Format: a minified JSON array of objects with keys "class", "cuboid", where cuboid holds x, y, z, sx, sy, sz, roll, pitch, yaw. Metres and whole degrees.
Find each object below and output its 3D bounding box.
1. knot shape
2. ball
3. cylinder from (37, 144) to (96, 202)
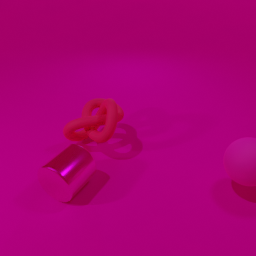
[{"class":"knot shape","cuboid":[-0.725,-0.198,7.021,1.697,0.784,1.588,-41,23,-23]},{"class":"ball","cuboid":[2.427,0.675,5.625,0.972,0.972,0.972,0,34,0]},{"class":"cylinder","cuboid":[-1.280,0.940,5.949,0.898,0.898,0.898,17,37,24]}]
